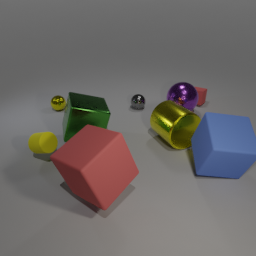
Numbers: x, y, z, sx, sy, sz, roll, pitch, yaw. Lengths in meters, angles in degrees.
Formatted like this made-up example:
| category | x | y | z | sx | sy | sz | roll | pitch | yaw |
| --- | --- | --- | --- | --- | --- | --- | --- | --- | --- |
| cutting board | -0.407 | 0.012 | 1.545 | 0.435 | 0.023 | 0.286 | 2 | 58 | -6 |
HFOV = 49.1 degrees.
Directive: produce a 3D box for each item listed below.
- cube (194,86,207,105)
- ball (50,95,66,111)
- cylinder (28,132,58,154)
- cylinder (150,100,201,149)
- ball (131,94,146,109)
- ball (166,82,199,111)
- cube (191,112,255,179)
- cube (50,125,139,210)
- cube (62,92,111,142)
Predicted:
| category | x | y | z | sx | sy | sz | roll | pitch | yaw |
| --- | --- | --- | --- | --- | --- | --- | --- | --- | --- |
| cube | 3.326 | -1.551 | 13.458 | 0.700 | 0.700 | 0.700 | 16 | 24 | 27 |
| ball | -3.197 | -1.149 | 12.851 | 0.700 | 0.700 | 0.700 | 0 | 29 | 0 |
| cylinder | -2.814 | 0.491 | 9.271 | 0.700 | 0.700 | 0.700 | -5 | 20 | 40 |
| cylinder | 1.737 | -0.144 | 10.265 | 1.400 | 1.400 | 1.400 | -13 | 30 | -22 |
| ball | 0.472 | -1.220 | 12.964 | 0.700 | 0.700 | 0.700 | 0 | 29 | 0 |
| ball | 2.411 | -1.335 | 12.422 | 1.400 | 1.400 | 1.400 | 0 | 29 | 0 |
| cube | 2.871 | 0.544 | 8.485 | 1.400 | 1.400 | 1.400 | 6 | 50 | -6 |
| cube | -0.829 | 0.951 | 7.205 | 1.400 | 1.400 | 1.400 | 13 | 47 | 44 |
| cube | -1.578 | -0.334 | 10.322 | 1.400 | 1.400 | 1.400 | 8 | 26 | -20 |
